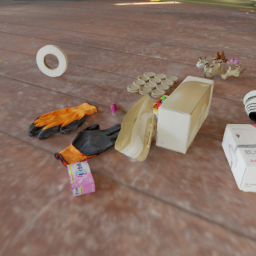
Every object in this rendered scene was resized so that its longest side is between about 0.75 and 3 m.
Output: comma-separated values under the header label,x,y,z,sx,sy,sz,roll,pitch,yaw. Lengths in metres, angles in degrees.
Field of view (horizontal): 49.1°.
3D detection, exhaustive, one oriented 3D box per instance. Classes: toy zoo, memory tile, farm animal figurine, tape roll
label,x,y,z,sx,sy,sz,roll,pitch,yaw
toy zoo,1.466,-0.782,10.515,1.015,0.158,1.546,19,36,29
memory tile,1.112,-1.940,12.359,1.722,0.189,2.247,15,36,23
farm animal figurine,4.309,-2.773,13.142,1.712,0.903,1.731,-16,41,-3
tape roll,-3.524,-3.107,13.033,1.462,1.462,0.267,5,26,8

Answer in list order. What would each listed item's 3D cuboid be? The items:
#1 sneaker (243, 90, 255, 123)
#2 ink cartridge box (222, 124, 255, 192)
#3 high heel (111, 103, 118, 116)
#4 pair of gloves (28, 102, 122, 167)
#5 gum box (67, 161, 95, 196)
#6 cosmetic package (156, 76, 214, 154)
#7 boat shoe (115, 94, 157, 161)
label,x,y,z,sx,sy,sz,roll,pitch,yaw
sneaker,5.489,-0.489,9.490,2.860,1.079,1.645,2,40,17
ink cartridge box,3.505,0.734,7.491,1.433,0.809,1.956,2,32,3
high heel,-0.518,-0.835,10.376,0.289,0.411,0.857,1,32,2
pair of gloves,-1.586,0.003,9.095,2.672,0.371,2.999,-27,42,-36
gum box,-1.212,1.252,7.137,0.538,0.313,0.947,-10,33,-16
cosmetic package,1.882,-0.530,8.977,0.958,1.417,2.695,16,37,23
boat shoe,0.400,-0.019,8.622,0.960,1.023,2.775,40,38,-14
